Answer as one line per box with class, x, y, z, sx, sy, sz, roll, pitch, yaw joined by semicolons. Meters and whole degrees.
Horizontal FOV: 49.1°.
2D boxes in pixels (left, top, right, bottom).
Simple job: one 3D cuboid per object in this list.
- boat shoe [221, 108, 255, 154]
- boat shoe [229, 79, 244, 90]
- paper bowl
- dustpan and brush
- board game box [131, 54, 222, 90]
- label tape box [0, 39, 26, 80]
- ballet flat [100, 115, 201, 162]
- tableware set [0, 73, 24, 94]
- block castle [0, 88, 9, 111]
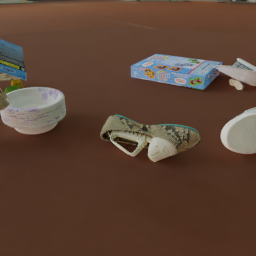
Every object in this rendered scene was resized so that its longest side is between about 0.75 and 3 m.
boat shoe;3.017;-0.095;6.623;2.544;0.916;0.871;-21;16;-24
boat shoe;3.835;-1.536;9.750;0.239;0.288;0.802;-8;24;-8
paper bowl;-2.394;-0.422;7.165;1.579;0.821;1.579;0;29;0
dustpan and brush;4.567;-1.866;9.701;2.715;0.777;1.895;38;33;27
board game box;1.876;-2.247;10.759;2.849;0.521;2.155;17;33;27
label tape box;-2.396;-1.278;5.412;0.709;0.327;0.990;14;45;-42
ballet flat;0.372;0.287;6.150;2.309;0.783;0.870;12;53;30
tableware set;-4.788;-1.246;9.172;2.733;0.419;1.841;-6;32;-13
block castle;-2.380;-0.459;3.840;1.000;0.702;1.496;-45;40;-18
